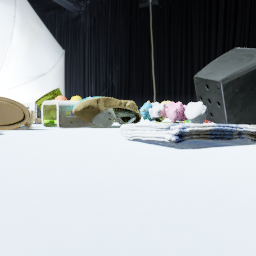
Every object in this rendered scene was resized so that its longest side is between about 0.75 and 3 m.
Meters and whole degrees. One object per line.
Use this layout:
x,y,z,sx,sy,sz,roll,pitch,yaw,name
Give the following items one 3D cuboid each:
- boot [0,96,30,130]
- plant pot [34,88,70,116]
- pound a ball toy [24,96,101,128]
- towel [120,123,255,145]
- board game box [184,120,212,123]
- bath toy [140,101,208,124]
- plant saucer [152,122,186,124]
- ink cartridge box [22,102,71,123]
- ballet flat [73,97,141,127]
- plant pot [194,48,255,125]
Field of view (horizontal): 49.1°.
-3.710,-0.422,8.530,2.525,0.930,1.953,3,0,13,boot
-2.829,-0.811,10.803,1.107,1.065,1.107,-32,5,3,plant pot
-2.072,-0.554,9.483,1.602,1.044,2.457,3,4,43,pound a ball toy
1.239,0.083,4.737,2.410,0.287,1.770,1,0,-26,towel
3.271,-0.336,13.211,1.048,0.211,0.802,-1,3,-16,board game box
1.480,-0.431,8.715,2.239,0.827,0.974,8,44,45,bath toy
1.301,-0.104,9.001,1.263,0.196,1.263,0,4,0,plant saucer
-3.823,-0.696,12.808,1.694,0.983,2.295,-2,2,-37,ink cartridge box
-0.492,-0.475,9.245,2.913,0.918,1.000,-8,-33,-52,ballet flat
3.379,-1.127,8.822,1.959,2.209,2.203,-21,22,-12,plant pot
